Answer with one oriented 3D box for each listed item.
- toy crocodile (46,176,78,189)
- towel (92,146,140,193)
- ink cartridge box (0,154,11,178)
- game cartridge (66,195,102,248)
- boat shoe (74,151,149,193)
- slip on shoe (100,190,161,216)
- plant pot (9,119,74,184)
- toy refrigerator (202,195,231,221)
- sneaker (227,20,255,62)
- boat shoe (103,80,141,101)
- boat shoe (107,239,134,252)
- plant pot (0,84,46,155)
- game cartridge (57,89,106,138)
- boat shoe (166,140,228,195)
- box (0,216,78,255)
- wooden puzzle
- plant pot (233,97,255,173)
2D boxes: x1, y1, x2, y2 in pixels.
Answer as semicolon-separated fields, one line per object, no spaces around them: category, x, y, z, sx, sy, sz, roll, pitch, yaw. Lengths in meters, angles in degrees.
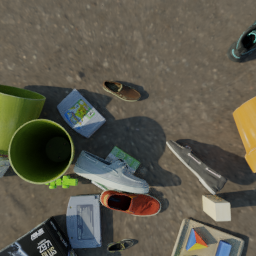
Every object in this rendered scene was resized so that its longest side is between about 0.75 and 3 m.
toy crocodile;-2.513;2.001;10.442;1.326;0.410;0.448;-3;87;6
towel;-0.463;1.697;10.711;1.241;0.255;1.664;33;87;1
ink cartridge box;-5.498;0.966;10.096;2.150;1.551;0.900;30;87;2
game cartridge;-1.661;3.503;10.560;1.279;0.399;1.920;-2;87;4
boat shoe;-0.538;1.552;10.184;2.877;1.004;1.024;17;91;7
slip on shoe;0.141;2.801;10.306;2.335;0.715;0.865;15;87;-13
plant pot;-2.720;0.797;9.801;2.027;2.166;2.027;0;87;0
toy refrigerator;3.143;2.813;9.976;0.553;1.581;0.600;-2;86;0
sneaker;4.976;-3.547;10.651;0.981;1.032;2.603;44;86;4
boat shoe;-0.255;-1.428;10.735;1.552;0.574;0.573;17;87;1
boat shoe;-0.280;4.441;10.518;1.004;0.302;0.358;-13;87;-1
plant pot;-4.254;-0.251;10.129;2.085;2.085;2.228;16;101;1
game cartridge;-1.847;-0.513;10.819;1.750;0.354;1.167;45;91;3
boat shoe;2.475;1.243;10.172;0.732;0.859;2.568;-44;64;5
box;-3.346;4.826;10.098;2.523;1.086;2.066;-33;86;-2
wooden puzzle;2.882;4.855;10.253;2.515;0.582;2.330;20;81;0
plant pot;4.977;0.043;9.913;2.431;2.431;2.225;-26;71;-2
